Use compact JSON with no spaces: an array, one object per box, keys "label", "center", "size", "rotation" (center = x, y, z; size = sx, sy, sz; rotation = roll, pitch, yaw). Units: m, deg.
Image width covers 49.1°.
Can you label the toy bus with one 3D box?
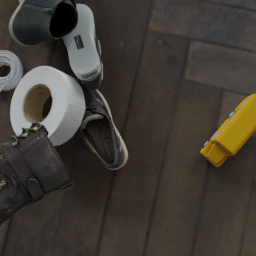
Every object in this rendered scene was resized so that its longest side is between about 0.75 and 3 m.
[{"label":"toy bus","center":[2.707,0.091,7.093],"size":[0.630,0.757,1.935],"rotation":[41,86,4]}]

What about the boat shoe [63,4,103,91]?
[{"label":"boat shoe","center":[-1.183,-2.108,7.212],"size":[0.915,0.824,2.588],"rotation":[-13,61,2]}]

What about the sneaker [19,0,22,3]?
[{"label":"sneaker","center":[-2.500,-3.642,7.505],"size":[0.731,0.653,1.829],"rotation":[-12,84,2]}]

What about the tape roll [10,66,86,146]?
[{"label":"tape roll","center":[-1.965,-0.508,6.793],"size":[1.891,0.661,1.891],"rotation":[-6,77,28]}]

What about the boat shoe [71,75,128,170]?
[{"label":"boat shoe","center":[-0.874,-0.200,7.045],"size":[0.991,0.893,2.755],"rotation":[-28,84,0]}]

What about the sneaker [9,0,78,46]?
[{"label":"sneaker","center":[-1.640,-3.323,6.878],"size":[1.574,1.108,2.963],"rotation":[12,78,36]}]

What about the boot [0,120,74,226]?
[{"label":"boot","center":[-2.508,0.602,4.941],"size":[2.390,0.951,2.745],"rotation":[-40,111,-28]}]

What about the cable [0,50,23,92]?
[{"label":"cable","center":[-3.308,-1.514,7.452],"size":[1.048,0.363,1.048],"rotation":[-30,84,-3]}]
